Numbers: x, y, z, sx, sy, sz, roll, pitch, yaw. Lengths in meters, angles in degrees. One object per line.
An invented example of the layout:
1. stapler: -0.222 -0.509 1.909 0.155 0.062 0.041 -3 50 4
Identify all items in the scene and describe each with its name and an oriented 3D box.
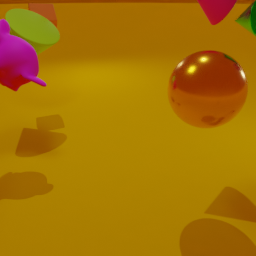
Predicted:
1. cube: -2.799 -3.498 9.188 0.783 0.783 0.783 -9 65 -21
2. cone: -3.041 -2.416 8.370 1.525 1.531 1.525 23 40 -21
3. cone: 2.335 -2.078 5.323 0.841 0.841 0.844 -11 18 -20
4. cone: 1.574 -2.775 5.660 0.994 0.990 0.990 22 23 -14
5. monkey head: -2.628 -1.474 6.127 1.083 1.797 1.293 -34 -4 15
6. ball: 1.322 -0.641 4.731 1.301 1.301 1.301 0 27 0
